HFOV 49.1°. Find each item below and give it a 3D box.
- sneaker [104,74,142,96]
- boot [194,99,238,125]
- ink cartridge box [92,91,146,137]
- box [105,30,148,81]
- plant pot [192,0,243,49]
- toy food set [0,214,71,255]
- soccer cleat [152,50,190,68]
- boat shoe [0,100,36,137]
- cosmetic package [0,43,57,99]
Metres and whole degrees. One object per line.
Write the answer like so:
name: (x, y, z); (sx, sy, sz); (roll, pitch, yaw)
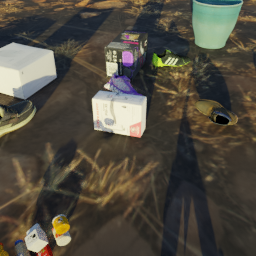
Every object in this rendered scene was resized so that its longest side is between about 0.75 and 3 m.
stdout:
sneaker: (-0.109, -1.464, 9.927); (1.618, 0.715, 0.651); (30, 6, 33)
boot: (2.670, -0.504, 8.720); (1.445, 0.540, 0.700); (27, 22, 23)
ink cartridge box: (-0.253, -0.420, 8.313); (1.498, 1.097, 0.620); (9, 33, 15)
box: (-0.012, -3.080, 11.694); (1.158, 1.335, 2.184); (12, 38, 16)
plant pot: (4.219, -5.193, 13.846); (2.295, 2.156, 2.295); (0, 36, 0)
toy food set: (-1.726, 2.086, 5.229); (1.520, 0.725, 0.684); (-42, 46, -2)
soccer cleat: (1.902, -3.045, 12.186); (1.725, 0.699, 0.582); (-6, 37, -8)
boat shoe: (-3.808, -0.316, 8.463); (0.859, 0.790, 2.403); (22, 42, 26)
cosmetic package: (-4.136, -2.219, 10.647); (1.969, 1.210, 1.962); (15, 39, 19)
